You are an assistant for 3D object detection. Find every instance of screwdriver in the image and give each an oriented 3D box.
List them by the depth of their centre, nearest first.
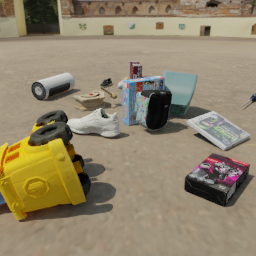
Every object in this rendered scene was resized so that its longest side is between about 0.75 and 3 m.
[{"bbox_3d":[6.143,-1.425,14.173,2.520,0.351,0.367,-19,57,-43],"label":"screwdriver"}]

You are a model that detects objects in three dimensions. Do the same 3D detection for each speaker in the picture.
[{"bbox_3d":[-4.095,-2.356,15.579,1.035,1.035,2.549,11,24,24],"label":"speaker"}]

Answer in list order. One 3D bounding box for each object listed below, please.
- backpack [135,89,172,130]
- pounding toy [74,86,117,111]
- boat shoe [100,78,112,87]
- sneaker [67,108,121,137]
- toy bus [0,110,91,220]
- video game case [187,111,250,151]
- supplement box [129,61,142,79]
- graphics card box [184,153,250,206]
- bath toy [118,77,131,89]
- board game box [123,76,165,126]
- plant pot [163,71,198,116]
[{"bbox_3d":[0.951,-0.709,10.809,1.356,1.528,1.150,-9,18,-37],"label":"backpack"},{"bbox_3d":[-1.649,-1.616,13.628,2.007,1.152,1.148,-11,29,-26],"label":"pounding toy"},{"bbox_3d":[-1.381,-2.865,17.588,0.490,0.435,1.312,12,25,27],"label":"boat shoe"},{"bbox_3d":[-1.295,-0.290,10.560,2.145,1.068,0.803,5,24,16],"label":"sneaker"},{"bbox_3d":[-2.463,0.946,7.039,2.617,1.850,2.726,-21,24,-8],"label":"toy bus"},{"bbox_3d":[3.314,0.041,10.265,1.588,0.204,1.746,-18,45,-35],"label":"video game case"},{"bbox_3d":[0.506,-3.809,18.944,0.639,1.143,2.100,-1,23,-5],"label":"supplement box"},{"bbox_3d":[2.412,1.301,7.508,1.121,0.454,1.786,18,29,36],"label":"graphics card box"},{"bbox_3d":[-0.218,-2.763,17.313,0.489,0.575,1.323,26,31,5],"label":"bath toy"},{"bbox_3d":[0.654,-1.163,11.690,1.777,1.815,0.507,-12,26,-29],"label":"board game box"},{"bbox_3d":[2.185,-1.430,12.537,1.497,1.493,1.525,9,63,5],"label":"plant pot"}]
